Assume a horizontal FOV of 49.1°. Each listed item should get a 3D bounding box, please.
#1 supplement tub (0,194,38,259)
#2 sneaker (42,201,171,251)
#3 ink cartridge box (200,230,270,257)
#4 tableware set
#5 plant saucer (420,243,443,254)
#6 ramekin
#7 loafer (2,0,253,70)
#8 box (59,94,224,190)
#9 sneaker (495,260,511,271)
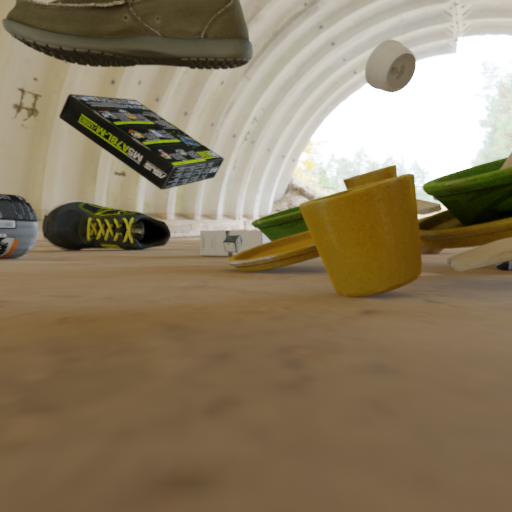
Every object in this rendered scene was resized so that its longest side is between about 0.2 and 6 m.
[{"bbox_3d":[-3.887,-0.408,7.638,0.953,0.953,1.555,1,2,28],"label":"supplement tub"},{"bbox_3d":[-3.325,-0.694,12.926,1.316,1.158,3.109,2,3,42],"label":"sneaker"},{"bbox_3d":[-0.325,-0.203,9.160,1.031,0.443,0.755,-1,2,12],"label":"ink cartridge box"},{"bbox_3d":[1.029,-0.466,4.845,2.916,0.664,4.329,-15,7,8],"label":"tableware set"},{"bbox_3d":[2.901,-0.174,10.649,1.531,0.271,1.531,0,2,0],"label":"plant saucer"},{"bbox_3d":[2.200,-3.017,9.036,0.807,0.807,0.424,-2,35,-37],"label":"ramekin"},{"bbox_3d":[-1.646,-3.147,7.441,3.221,1.122,1.211,1,9,-9],"label":"loafer"},{"bbox_3d":[-2.332,-2.496,12.070,2.670,0.657,2.765,37,20,6],"label":"box"},{"bbox_3d":[2.861,-0.291,5.969,0.706,0.831,1.898,1,3,18],"label":"sneaker"}]
